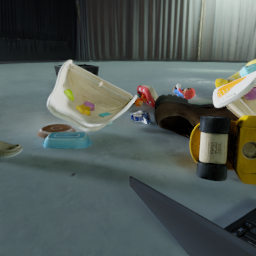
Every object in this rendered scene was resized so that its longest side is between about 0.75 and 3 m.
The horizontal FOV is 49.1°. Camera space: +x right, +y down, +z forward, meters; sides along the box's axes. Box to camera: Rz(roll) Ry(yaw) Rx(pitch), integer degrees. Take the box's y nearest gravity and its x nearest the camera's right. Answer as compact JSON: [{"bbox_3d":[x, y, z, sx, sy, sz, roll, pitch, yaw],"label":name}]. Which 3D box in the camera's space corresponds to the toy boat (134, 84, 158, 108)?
[{"bbox_3d":[0.611,-1.105,10.544,0.825,0.824,1.262,-36,25,-10],"label":"toy boat"}]

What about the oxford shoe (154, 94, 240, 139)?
[{"bbox_3d":[1.855,-0.056,6.895,2.491,0.905,1.052,8,46,3],"label":"oxford shoe"}]

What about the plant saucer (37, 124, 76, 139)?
[{"bbox_3d":[-1.867,0.064,7.344,1.003,0.161,1.003,0,15,0],"label":"plant saucer"}]

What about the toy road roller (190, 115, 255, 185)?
[{"bbox_3d":[2.006,0.306,4.981,1.773,1.089,1.294,3,5,13],"label":"toy road roller"}]

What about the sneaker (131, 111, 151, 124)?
[{"bbox_3d":[0.369,-0.268,8.261,0.417,0.356,0.945,-16,13,-14],"label":"sneaker"}]

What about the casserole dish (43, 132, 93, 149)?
[{"bbox_3d":[-1.411,0.269,6.535,1.160,0.225,0.703,1,17,0],"label":"casserole dish"}]

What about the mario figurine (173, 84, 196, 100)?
[{"bbox_3d":[2.528,-1.613,12.206,0.741,0.636,1.201,-7,16,-25],"label":"mario figurine"}]

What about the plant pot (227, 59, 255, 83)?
[{"bbox_3d":[4.693,-1.622,10.599,1.654,1.758,1.758,-20,21,-12],"label":"plant pot"}]

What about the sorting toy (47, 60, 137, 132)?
[{"bbox_3d":[-1.158,-0.638,7.620,2.266,1.211,2.040,28,29,0],"label":"sorting toy"}]

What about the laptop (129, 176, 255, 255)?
[{"bbox_3d":[1.595,0.985,2.233,2.477,1.279,2.195,-12,21,-36],"label":"laptop"}]

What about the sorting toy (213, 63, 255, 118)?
[{"bbox_3d":[2.883,-0.714,5.337,1.832,1.087,2.035,-32,-47,33],"label":"sorting toy"}]

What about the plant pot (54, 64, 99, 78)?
[{"bbox_3d":[-2.277,-2.105,12.545,1.548,1.376,1.551,-11,19,-31],"label":"plant pot"}]

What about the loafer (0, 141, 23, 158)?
[{"bbox_3d":[-2.700,0.415,5.813,0.968,0.337,0.364,-4,17,-12],"label":"loafer"}]
